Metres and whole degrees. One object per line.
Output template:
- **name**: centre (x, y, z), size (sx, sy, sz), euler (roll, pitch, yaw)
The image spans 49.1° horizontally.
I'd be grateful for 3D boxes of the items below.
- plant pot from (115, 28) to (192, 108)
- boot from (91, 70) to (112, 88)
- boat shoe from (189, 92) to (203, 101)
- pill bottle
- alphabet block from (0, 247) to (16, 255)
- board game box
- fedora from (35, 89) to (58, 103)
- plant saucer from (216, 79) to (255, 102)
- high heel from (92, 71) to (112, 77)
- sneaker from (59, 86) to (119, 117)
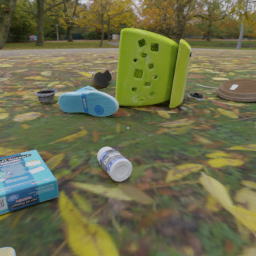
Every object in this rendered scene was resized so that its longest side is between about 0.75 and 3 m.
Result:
- **plant pot**: centre (1.072, -2.325, 10.998), size (2.541, 2.787, 2.800), euler (10, 20, 9)
- **boot**: centre (-1.534, -2.432, 14.499), size (0.854, 0.833, 2.263), euler (-20, 13, 18)
- **boat shoe**: centre (2.884, -1.369, 11.842), size (0.316, 0.260, 0.920), euler (-7, 21, -20)
- **pill bottle**: centre (-0.297, 0.694, 5.608), size (0.462, 0.462, 0.813), euler (-10, 21, -26)
- **alphabet block**: centre (-1.338, 1.664, 2.163), size (0.926, 0.921, 0.943), euler (-7, 21, -15)
- **board game box**: centre (-2.030, 0.920, 5.060), size (1.128, 0.351, 1.494), euler (-12, 22, -28)
- **fedora**: centre (-3.267, -1.267, 11.295), size (0.843, 0.430, 0.953), euler (6, 22, 19)
- **plant saucer**: centre (4.952, -1.670, 12.040), size (2.239, 0.330, 2.239), euler (-6, 28, 3)
- **high heel**: centre (-1.613, -3.315, 17.150), size (1.156, 0.413, 0.824), euler (-28, 38, -37)
- **sneaker**: centre (-1.160, -1.038, 9.961), size (2.245, 0.893, 1.466), euler (9, 22, 21)
